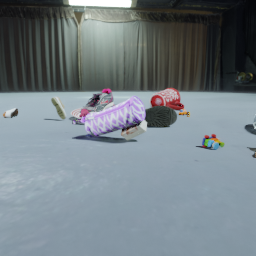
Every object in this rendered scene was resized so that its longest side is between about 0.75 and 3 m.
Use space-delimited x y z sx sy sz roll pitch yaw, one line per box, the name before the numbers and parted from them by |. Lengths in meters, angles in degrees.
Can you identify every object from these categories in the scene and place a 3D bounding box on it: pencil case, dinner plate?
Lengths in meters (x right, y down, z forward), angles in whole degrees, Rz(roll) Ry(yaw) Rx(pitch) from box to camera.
pencil case | -0.466 -0.352 8.773 2.059 0.864 0.880 -19 -45 29
dinner plate | -1.698 -0.709 14.044 2.303 0.279 2.303 -2 19 1

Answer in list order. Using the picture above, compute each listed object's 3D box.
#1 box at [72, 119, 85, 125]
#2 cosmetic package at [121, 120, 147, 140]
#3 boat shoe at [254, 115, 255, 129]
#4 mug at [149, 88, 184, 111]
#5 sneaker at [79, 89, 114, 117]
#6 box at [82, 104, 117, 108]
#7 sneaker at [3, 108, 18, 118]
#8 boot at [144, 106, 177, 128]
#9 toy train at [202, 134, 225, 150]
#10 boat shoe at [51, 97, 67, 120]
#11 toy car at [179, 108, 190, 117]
box | -1.836 -0.272 12.413 1.035 0.187 0.740 6 11 25
cosmetic package | 0.189 0.028 8.862 0.794 0.346 0.410 -28 37 33
boat shoe | 5.362 -0.176 10.808 0.845 0.996 2.736 -44 -4 28
mug | 2.512 -1.769 17.783 1.838 1.382 2.071 4 14 33
sneaker | -1.526 -1.147 13.435 1.126 1.042 2.792 3 19 18
box | -1.244 -1.075 16.197 2.021 0.480 1.952 7 11 36
sneaker | -6.178 -0.809 14.720 0.522 0.449 1.234 2 11 -1
boot | 0.771 -0.611 12.598 2.407 0.961 2.647 0 5 -2
toy train | 2.600 0.410 8.121 0.838 0.355 0.485 -6 22 -32
boat shoe | -3.192 -0.970 13.295 0.429 1.147 0.392 -20 9 38
toy car | 3.199 -0.848 15.223 0.540 0.366 1.101 -5 10 -23
